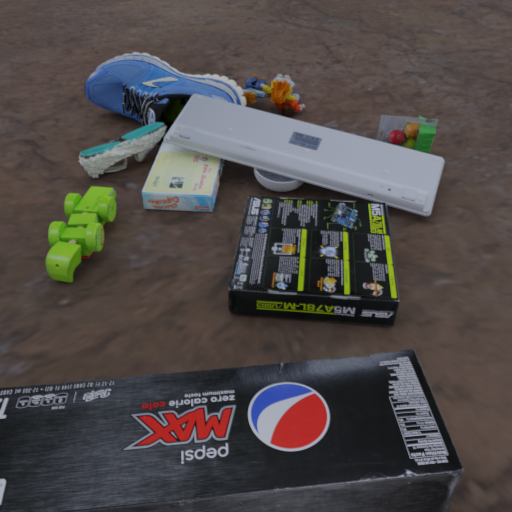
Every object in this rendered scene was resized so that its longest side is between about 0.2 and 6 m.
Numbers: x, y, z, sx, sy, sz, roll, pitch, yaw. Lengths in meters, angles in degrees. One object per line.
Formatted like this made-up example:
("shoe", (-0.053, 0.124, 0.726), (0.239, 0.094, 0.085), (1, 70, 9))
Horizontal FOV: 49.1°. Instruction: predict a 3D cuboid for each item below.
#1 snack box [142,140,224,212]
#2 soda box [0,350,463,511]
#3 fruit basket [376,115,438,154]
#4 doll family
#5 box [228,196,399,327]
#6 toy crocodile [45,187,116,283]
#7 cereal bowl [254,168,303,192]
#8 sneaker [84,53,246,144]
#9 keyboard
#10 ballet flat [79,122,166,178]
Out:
("snack box", (-1.321, -1.636, 10.777), (1.265, 0.404, 2.178), (3, 40, 4))
("soda box", (-0.470, 2.082, 5.391), (4.378, 1.549, 1.386), (-4, 38, -4))
("fruit basket", (3.023, -2.470, 11.336), (1.104, 1.023, 0.518), (10, 60, 10))
("doll family", (0.148, -3.806, 13.005), (2.001, 0.902, 1.242), (7, 40, 8))
("box", (0.900, -0.031, 8.729), (2.395, 0.589, 2.480), (5, 39, 3))
("toy crocodile", (-2.819, -0.465, 9.238), (0.779, 0.712, 2.307), (2, 36, 0))
("cereal bowl", (0.460, -1.573, 10.623), (1.035, 0.431, 1.035), (2, 50, -3))
("sneaker", (-2.148, -3.367, 12.084), (3.654, 1.435, 1.629), (13, 39, 14))
("keyboard", (0.860, -2.000, 10.541), (5.130, 0.273, 1.444), (18, 52, 11))
("ballet flat", (-2.607, -2.084, 11.149), (1.872, 0.672, 0.672), (-28, 47, -21))
